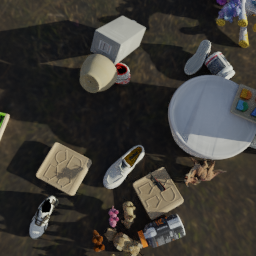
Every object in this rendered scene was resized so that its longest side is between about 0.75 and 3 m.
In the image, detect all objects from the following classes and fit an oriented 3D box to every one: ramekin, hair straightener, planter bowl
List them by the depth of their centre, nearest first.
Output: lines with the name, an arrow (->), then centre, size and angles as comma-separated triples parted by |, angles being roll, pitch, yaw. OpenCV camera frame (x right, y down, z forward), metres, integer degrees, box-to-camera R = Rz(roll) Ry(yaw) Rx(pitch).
hair straightener -> 0.884, 1.723, 8.997 | 0.160, 0.300, 0.780 | -55, 53, 25
ramekin -> 2.883, -0.266, 10.114 | 3.035, 1.413, 3.035 | 0, 74, 0
planter bowl -> -1.186, -1.847, 10.161 | 1.362, 1.362, 0.917 | 25, 51, 7

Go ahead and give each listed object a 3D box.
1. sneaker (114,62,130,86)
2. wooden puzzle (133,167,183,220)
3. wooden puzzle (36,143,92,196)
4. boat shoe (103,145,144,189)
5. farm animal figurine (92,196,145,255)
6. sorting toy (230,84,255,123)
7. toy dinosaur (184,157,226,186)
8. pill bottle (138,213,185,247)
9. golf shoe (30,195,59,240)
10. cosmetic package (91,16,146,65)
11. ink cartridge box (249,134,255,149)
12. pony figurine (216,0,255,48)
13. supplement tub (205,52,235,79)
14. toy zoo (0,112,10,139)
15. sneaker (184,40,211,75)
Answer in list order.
sneaker -> -0.877, -2.185, 10.871 | 1.964, 1.053, 0.656 | 9, 74, 3
wooden puzzle -> 1.048, 2.299, 9.907 | 1.319, 0.330, 1.424 | -27, 74, -8
wooden puzzle -> -2.302, 1.481, 10.175 | 1.546, 0.358, 1.432 | 27, 76, 3
boat shoe -> -0.139, 1.356, 10.011 | 1.965, 0.686, 0.697 | -42, 78, -11
farm animal figurine -> -0.240, 3.538, 9.290 | 1.894, 0.988, 1.873 | -39, 89, -18
sorting toy -> 4.173, -0.817, 9.440 | 1.159, 0.228, 1.252 | 24, 70, 6
toy dinosaur -> 2.651, 1.639, 9.992 | 1.555, 0.667, 1.054 | 12, 82, -11
pill bottle -> 1.084, 3.469, 9.339 | 1.466, 0.779, 0.779 | -19, 74, -6
golf shoe -> -2.961, 3.019, 9.508 | 0.601, 0.730, 1.545 | 21, 76, 5
cosmetic package -> -0.340, -3.450, 10.824 | 1.174, 0.991, 2.198 | 32, 41, 10
ink cartridge box -> 5.339, -0.457, 9.390 | 1.224, 2.946, 2.160 | 22, 74, 10
pony figurine -> 4.565, -5.277, 11.410 | 2.880, 2.484, 2.983 | 29, 69, -25
supplement tub -> 3.633, -2.395, 11.093 | 0.748, 0.748, 1.066 | -29, 75, -8
toy zoo -> -5.606, -0.187, 10.732 | 1.798, 0.184, 1.180 | 15, 74, 4
sneaker -> 2.864, -2.781, 11.344 | 0.591, 0.599, 1.508 | 38, 102, 16
